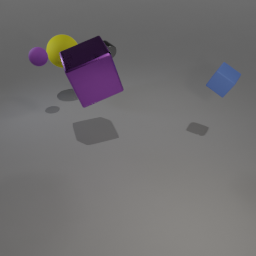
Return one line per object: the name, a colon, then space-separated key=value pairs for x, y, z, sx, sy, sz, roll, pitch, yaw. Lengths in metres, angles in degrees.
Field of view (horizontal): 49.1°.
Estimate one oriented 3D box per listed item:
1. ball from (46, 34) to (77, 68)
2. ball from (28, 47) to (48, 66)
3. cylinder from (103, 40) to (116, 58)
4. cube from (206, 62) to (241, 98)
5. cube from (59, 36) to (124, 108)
ball: x=-2.816 y=-3.325 z=12.166 sx=1.400 sy=1.400 sz=1.400 roll=0 pitch=31 yaw=0
ball: x=-3.332 y=-2.651 z=10.418 sx=0.700 sy=0.700 sz=0.700 roll=0 pitch=31 yaw=0
cylinder: x=-1.042 y=-3.872 z=13.866 sx=0.700 sy=0.700 sz=0.700 roll=-21 pitch=47 yaw=-30
cube: x=3.136 y=-1.582 z=9.207 sx=0.700 sy=0.700 sz=0.700 roll=38 pitch=51 yaw=6
cube: x=-1.141 y=-1.766 z=8.755 sx=1.400 sy=1.400 sz=1.400 roll=-24 pitch=43 yaw=-2
